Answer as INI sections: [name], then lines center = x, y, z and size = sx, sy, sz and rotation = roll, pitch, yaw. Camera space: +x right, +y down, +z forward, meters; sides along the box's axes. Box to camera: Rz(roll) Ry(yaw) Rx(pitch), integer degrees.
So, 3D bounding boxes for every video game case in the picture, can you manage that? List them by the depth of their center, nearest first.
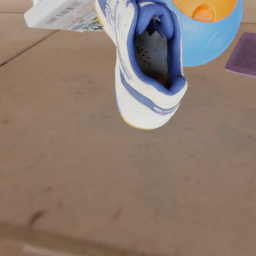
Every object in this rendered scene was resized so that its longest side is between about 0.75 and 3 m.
[video game case]
center = -0.113, -2.746, 5.617
size = 2.988, 0.329, 2.723
rotation = -18, 5, 34

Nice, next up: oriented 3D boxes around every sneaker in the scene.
[sneaker]
center = 0.208, -1.261, 3.273
size = 0.921, 1.079, 2.447
rotation = -11, 78, -16

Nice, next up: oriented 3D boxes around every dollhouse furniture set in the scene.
[dollhouse furniture set]
center = 3.817, -1.739, 5.389
size = 1.937, 2.730, 2.163
rotation = 22, 7, -37

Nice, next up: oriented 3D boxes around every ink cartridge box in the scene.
[ink cartridge box]
center = -2.037, -3.202, 7.929
size = 1.033, 0.598, 1.773
rotation = -2, 26, -35

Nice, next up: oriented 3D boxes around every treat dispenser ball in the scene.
[treat dispenser ball]
center = 1.671, -3.098, 7.721
size = 2.751, 2.751, 2.751
rotation = 0, 34, 0
